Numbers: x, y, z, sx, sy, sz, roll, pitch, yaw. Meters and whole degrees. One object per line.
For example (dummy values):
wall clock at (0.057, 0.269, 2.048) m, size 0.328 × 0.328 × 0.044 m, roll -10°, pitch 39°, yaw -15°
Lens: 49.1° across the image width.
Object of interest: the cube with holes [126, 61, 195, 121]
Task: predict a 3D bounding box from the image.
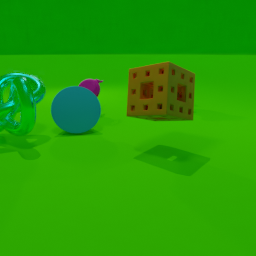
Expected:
cube with holes at (0.704, -0.705, 5.940) m, size 1.017 × 1.017 × 1.017 m, roll 0°, pitch -5°, yaw 42°

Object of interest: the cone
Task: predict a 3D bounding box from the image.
cone at (-1.457, -0.356, 7.898) m, size 1.281 × 1.281 × 1.286 m, roll -3°, pitch -11°, yaw -11°

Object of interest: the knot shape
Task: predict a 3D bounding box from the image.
knot shape at (-2.914, -0.444, 6.716) m, size 1.936 × 0.956 × 2.068 m, roll -40°, pitch 37°, yaw 4°

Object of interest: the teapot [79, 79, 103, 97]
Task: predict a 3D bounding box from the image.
teapot at (-1.267, -1.275, 9.469) m, size 0.768 × 1.235 × 0.605 m, roll 34°, pitch -15°, yaw 19°
